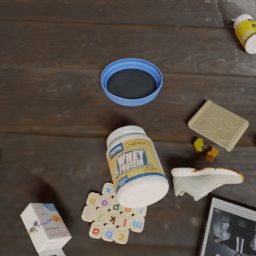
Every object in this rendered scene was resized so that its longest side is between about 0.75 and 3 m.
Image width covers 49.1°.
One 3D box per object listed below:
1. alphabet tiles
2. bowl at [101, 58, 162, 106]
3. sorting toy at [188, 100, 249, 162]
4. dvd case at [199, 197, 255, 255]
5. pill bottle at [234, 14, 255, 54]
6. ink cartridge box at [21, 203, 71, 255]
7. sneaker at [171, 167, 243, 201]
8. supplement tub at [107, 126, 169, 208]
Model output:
[{"bbox_3d":[-0.317,2.023,6.779,1.480,0.108,1.447,10,47,6],"label":"alphabet tiles"},{"bbox_3d":[0.123,-1.552,9.455,2.059,0.404,2.059,0,52,0],"label":"bowl"},{"bbox_3d":[2.523,0.096,8.286,1.438,0.258,1.930,35,60,19],"label":"sorting toy"},{"bbox_3d":[2.418,2.719,6.191,1.551,0.255,2.064,16,53,13],"label":"dvd case"},{"bbox_3d":[4.694,-3.664,10.814,0.867,0.867,1.517,-6,52,-4],"label":"pill bottle"},{"bbox_3d":[-1.697,2.195,5.977,0.407,0.691,1.200,-49,58,11],"label":"ink cartridge box"},{"bbox_3d":[1.874,1.351,6.724,1.711,0.648,0.787,-6,77,34],"label":"sneaker"},{"bbox_3d":[0.162,0.923,6.842,1.237,1.237,1.710,-12,52,-9],"label":"supplement tub"}]
